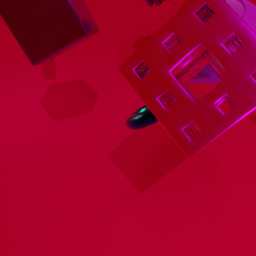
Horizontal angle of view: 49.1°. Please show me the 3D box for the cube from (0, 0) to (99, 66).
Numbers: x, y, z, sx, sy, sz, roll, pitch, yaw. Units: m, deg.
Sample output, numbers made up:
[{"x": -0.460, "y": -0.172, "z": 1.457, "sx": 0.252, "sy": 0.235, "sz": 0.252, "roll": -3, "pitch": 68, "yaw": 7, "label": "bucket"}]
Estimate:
[{"x": -1.558, "y": -2.239, "z": 5.764, "sx": 1.308, "sy": 1.308, "sz": 1.308, "roll": -25, "pitch": 18, "yaw": 15, "label": "cube"}]

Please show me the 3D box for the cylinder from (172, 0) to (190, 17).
[{"x": 2.024, "y": -3.406, "z": 8.999, "sx": 1.221, "sy": 1.221, "sz": 1.221, "roll": 15, "pitch": 51, "yaw": 15, "label": "cylinder"}]

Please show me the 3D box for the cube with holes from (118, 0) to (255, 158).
[{"x": 1.001, "y": -0.641, "z": 3.756, "sx": 1.375, "sy": 1.375, "sz": 1.375, "roll": 52, "pitch": 16, "yaw": 10, "label": "cube with holes"}]

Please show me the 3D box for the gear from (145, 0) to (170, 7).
[{"x": 1.284, "y": -4.581, "z": 9.002, "sx": 1.692, "sy": 0.313, "sz": 1.692, "roll": -24, "pitch": 38, "yaw": 21, "label": "gear"}]

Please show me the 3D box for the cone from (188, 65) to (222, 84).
[{"x": 1.641, "y": -1.854, "z": 6.488, "sx": 1.487, "sy": 1.493, "sz": 1.487, "roll": 6, "pitch": 5, "yaw": -1, "label": "cone"}]

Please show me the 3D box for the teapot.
[{"x": 1.865, "y": -1.835, "z": 5.120, "sx": 2.024, "sy": 0.991, "sz": 1.258, "roll": 5, "pitch": 71, "yaw": 44, "label": "teapot"}]

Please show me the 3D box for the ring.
[{"x": 0.612, "y": -0.398, "z": 5.763, "sx": 1.466, "sy": 0.293, "sz": 1.466, "roll": -29, "pitch": 8, "yaw": 4, "label": "ring"}]
